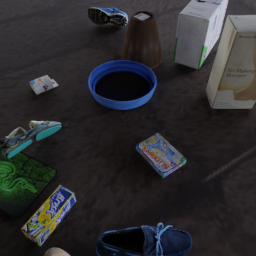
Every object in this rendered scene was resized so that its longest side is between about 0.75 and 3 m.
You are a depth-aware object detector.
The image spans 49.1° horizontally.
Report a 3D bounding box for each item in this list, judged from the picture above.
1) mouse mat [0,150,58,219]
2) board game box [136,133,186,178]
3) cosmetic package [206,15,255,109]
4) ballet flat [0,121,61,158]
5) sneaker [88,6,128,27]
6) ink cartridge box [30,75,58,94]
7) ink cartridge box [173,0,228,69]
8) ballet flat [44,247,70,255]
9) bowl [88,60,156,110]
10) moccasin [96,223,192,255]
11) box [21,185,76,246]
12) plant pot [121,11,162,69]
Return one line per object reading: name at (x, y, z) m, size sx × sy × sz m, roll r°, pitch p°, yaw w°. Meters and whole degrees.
mouse mat at (-2.987, 1.294, 7.190) m, size 1.942 × 0.073 × 1.563 m, roll 21°, pitch 51°, yaw 20°
board game box at (0.881, 0.715, 7.623) m, size 0.806 × 0.205 × 1.190 m, roll -28°, pitch 53°, yaw -24°
cosmetic package at (3.351, -1.854, 8.312) m, size 1.414 × 2.687 × 0.955 m, roll -1°, pitch 47°, yaw -1°
ballet flat at (-2.729, 0.136, 7.795) m, size 1.772 × 0.658 × 0.658 m, roll -32°, pitch 55°, yaw -32°
sneaker at (-0.903, -5.114, 12.794) m, size 1.908 × 0.749 × 0.850 m, roll 14°, pitch 41°, yaw 2°
ink cartridge box at (-2.892, -1.531, 9.666) m, size 0.826 × 0.280 × 0.475 m, roll -28°, pitch 53°, yaw -24°
ink cartridge box at (2.802, -3.863, 10.691) m, size 1.125 × 1.940 × 2.680 m, roll 21°, pitch 51°, yaw 19°
ballet flat at (-1.124, 2.949, 5.270) m, size 0.617 × 0.609 × 1.812 m, roll -29°, pitch 53°, yaw -24°
bowl at (-0.187, -1.480, 9.505) m, size 2.283 × 0.448 × 2.283 m, roll 0°, pitch 47°, yaw 0°
moccasin at (0.352, 2.408, 5.715) m, size 2.016 × 0.687 × 0.811 m, roll -6°, pitch 47°, yaw -6°
box at (-1.745, 1.947, 6.336) m, size 0.449 × 0.412 × 1.281 m, roll 23°, pitch 52°, yaw 21°
plant pot at (0.520, -3.317, 10.359) m, size 1.591 × 1.703 × 1.591 m, roll 0°, pitch 47°, yaw 0°
